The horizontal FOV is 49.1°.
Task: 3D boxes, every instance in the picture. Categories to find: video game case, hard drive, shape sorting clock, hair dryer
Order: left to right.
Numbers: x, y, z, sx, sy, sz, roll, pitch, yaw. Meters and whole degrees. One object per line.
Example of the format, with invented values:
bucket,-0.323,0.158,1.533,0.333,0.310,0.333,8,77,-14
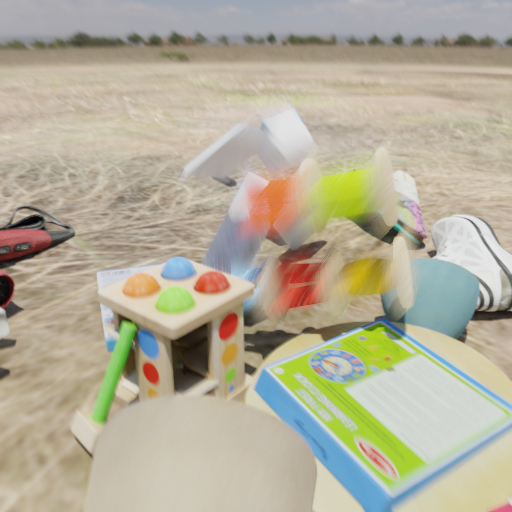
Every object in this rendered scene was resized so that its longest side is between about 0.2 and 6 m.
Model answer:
hair dryer,-4.084,-0.228,8.159,2.904,1.036,3.813,-8,25,-21
video game case,-1.320,0.578,7.352,1.399,0.174,1.954,-7,24,-16
hard drive,-0.266,-1.046,5.706,0.840,0.112,0.554,-30,-17,39
hard drive,0.681,-0.600,8.565,0.167,0.838,1.271,46,0,25
shape sorting clock,1.128,1.389,5.033,2.479,0.486,2.479,0,28,0

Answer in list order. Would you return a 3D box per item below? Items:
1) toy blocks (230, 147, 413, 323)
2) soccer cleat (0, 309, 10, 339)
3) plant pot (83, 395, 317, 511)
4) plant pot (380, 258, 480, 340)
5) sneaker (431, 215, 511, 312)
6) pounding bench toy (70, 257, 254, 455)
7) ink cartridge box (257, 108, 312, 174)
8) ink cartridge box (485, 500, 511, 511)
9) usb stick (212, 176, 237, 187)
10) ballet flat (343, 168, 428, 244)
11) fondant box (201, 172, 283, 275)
toy blocks,0.413,-0.111,5.580,2.015,1.679,0.732,-8,28,20
soccer cleat,-3.107,1.080,5.321,1.032,0.835,2.391,-3,23,-4
plant pot,-0.405,1.851,3.080,1.463,1.463,1.562,2,37,5
plant pot,1.920,0.639,6.330,1.108,1.108,0.746,7,58,15
sneaker,2.626,0.026,7.752,1.317,0.864,2.290,-1,25,-8
pounding bench toy,-0.945,0.866,5.185,1.063,1.335,1.712,18,29,36
ink cartridge box,0.378,-1.756,8.748,0.581,0.596,0.928,-26,-8,-16
ink cartridge box,2.135,1.961,3.815,0.965,0.402,0.701,-11,25,-23
usb stick,-0.739,-1.749,12.827,0.253,0.149,0.914,-6,23,-30
ballet flat,2.246,-1.106,10.083,0.963,0.991,2.785,36,2,-30
fondant box,-0.171,-0.261,7.017,0.429,1.472,1.062,27,5,7
